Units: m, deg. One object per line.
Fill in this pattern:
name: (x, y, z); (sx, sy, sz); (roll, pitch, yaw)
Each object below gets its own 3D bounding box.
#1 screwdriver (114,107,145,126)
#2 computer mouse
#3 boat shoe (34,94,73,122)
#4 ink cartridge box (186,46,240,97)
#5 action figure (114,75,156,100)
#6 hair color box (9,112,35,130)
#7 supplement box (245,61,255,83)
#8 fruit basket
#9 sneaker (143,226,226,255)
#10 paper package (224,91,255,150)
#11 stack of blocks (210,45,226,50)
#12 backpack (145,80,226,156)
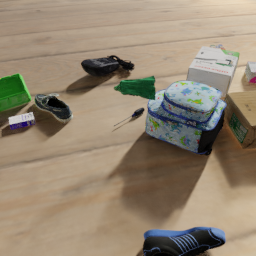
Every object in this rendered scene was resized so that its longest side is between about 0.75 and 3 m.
screwdriver: (0.073, -0.388, 10.771); (1.631, 0.227, 0.237); (-37, 83, -35)
computer mouse: (-1.111, -2.947, 13.674); (2.602, 0.686, 1.802); (-17, 38, -38)
boat shoe: (-3.017, -0.954, 11.091); (0.809, 0.668, 2.160); (-30, 48, -32)
ink cartridge box: (3.921, -2.660, 12.879); (1.877, 1.084, 2.570); (16, 41, 19)
action figure: (0.214, -1.338, 9.367); (1.448, 0.855, 0.396); (-2, -7, -21)
hair color box: (-3.987, -0.264, 10.550); (0.887, 0.287, 0.485); (-16, 41, -16)
supplement box: (5.968, -2.643, 13.272); (0.564, 0.576, 1.114); (7, 38, 7)
fruit basket: (-5.136, -1.448, 11.492); (2.052, 1.480, 2.052); (-23, 1, 0)
sneaker: (1.327, 2.796, 6.494); (1.956, 0.686, 0.762); (-5, 42, 4)
paper package: (4.661, -0.364, 10.024); (2.021, 1.097, 2.121); (-5, 40, -6)
stack of blocks: (4.768, -3.944, 14.975); (0.896, 0.456, 1.555); (-1, 39, -2)
backpack: (1.931, -0.556, 9.676); (2.516, 1.849, 2.302); (16, 38, 25)
